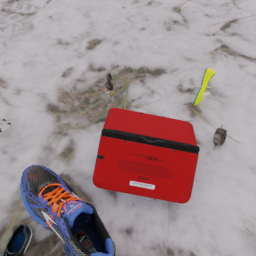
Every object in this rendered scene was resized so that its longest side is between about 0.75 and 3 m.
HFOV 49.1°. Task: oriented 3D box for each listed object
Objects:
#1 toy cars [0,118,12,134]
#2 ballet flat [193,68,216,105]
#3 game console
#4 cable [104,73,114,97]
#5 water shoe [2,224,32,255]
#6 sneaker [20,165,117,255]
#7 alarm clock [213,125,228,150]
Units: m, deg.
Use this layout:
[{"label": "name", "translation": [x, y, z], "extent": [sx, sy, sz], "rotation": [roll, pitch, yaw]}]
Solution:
[{"label": "toy cars", "translation": [-4.062, 0.032, 8.277], "extent": [1.487, 0.329, 0.667], "rotation": [-4, 37, 5]}, {"label": "ballet flat", "translation": [2.499, -1.286, 9.033], "extent": [0.426, 1.271, 0.424], "rotation": [21, 11, 14]}, {"label": "game console", "translation": [0.462, 0.605, 7.095], "extent": [2.343, 1.390, 2.019], "rotation": [11, 90, 0]}, {"label": "cable", "translation": [-0.703, -1.525, 9.598], "extent": [0.262, 0.506, 1.043], "rotation": [-32, 49, 21]}, {"label": "water shoe", "translation": [-2.401, 2.663, 5.671], "extent": [0.501, 0.553, 1.402], "rotation": [9, 58, 1]}, {"label": "sneaker", "translation": [-1.184, 1.780, 5.836], "extent": [2.970, 1.165, 1.119], "rotation": [42, 47, 19]}, {"label": "alarm clock", "translation": [2.606, 0.319, 7.993], "extent": [0.251, 0.508, 0.753], "rotation": [21, 68, 37]}]
